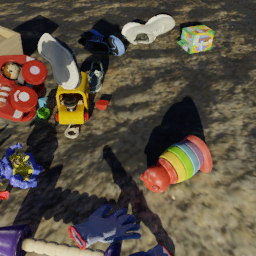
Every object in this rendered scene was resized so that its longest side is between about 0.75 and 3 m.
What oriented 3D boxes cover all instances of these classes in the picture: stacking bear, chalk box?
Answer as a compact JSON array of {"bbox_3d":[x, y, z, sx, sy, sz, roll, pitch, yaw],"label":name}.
[{"bbox_3d":[1.198,1.030,7.363,1.824,1.037,1.108,-30,48,-23],"label":"stacking bear"},{"bbox_3d":[3.144,-4.240,13.411,1.553,0.963,0.969,-14,42,-16],"label":"chalk box"}]

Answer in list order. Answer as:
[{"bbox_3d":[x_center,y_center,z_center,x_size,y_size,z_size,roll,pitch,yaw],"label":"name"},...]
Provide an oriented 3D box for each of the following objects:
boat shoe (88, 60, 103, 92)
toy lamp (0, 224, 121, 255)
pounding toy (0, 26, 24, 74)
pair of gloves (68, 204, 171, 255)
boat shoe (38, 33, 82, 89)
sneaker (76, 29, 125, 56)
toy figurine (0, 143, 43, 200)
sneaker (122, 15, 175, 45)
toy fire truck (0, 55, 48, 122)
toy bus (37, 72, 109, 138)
[{"bbox_3d":[-1.351,-2.101,11.224,0.684,0.580,1.879,3,41,3],"label":"boat shoe"},{"bbox_3d":[-1.506,2.518,5.789,2.655,0.773,0.773,9,42,8],"label":"toy lamp"},{"bbox_3d":[-6.063,-3.336,12.084,2.516,1.789,2.317,24,47,11],"label":"pounding toy"},{"bbox_3d":[-0.062,2.468,5.678,1.804,0.256,2.244,-4,38,-49],"label":"pair of gloves"},{"bbox_3d":[-1.976,-2.045,8.728,0.783,0.959,2.596,10,30,-48],"label":"boat shoe"},{"bbox_3d":[-1.336,-3.860,13.113,1.027,0.925,2.637,-37,49,-26],"label":"sneaker"},{"bbox_3d":[-3.133,1.090,7.520,1.552,1.367,2.591,5,30,-42],"label":"toy figurine"},{"bbox_3d":[1.212,-4.811,14.179,2.833,1.072,1.303,-20,51,-11],"label":"sneaker"},{"bbox_3d":[-2.600,-0.959,6.198,1.363,0.910,1.623,18,68,-16],"label":"toy fire truck"},{"bbox_3d":[-1.901,-1.029,9.545,2.245,1.160,2.118,30,49,30],"label":"toy bus"}]
